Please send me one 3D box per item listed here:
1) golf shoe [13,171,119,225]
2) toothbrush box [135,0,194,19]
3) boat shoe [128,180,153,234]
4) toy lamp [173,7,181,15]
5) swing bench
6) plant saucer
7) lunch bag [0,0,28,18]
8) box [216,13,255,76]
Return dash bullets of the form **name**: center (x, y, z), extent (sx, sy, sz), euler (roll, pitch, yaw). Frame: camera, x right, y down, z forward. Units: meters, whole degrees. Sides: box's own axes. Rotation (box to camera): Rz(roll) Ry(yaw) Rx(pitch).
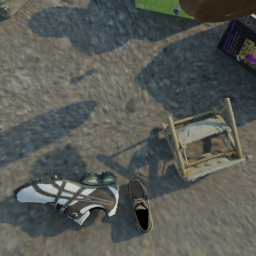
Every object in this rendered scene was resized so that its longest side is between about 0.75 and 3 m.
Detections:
- **golf shoe**: center (-1.581, 1.863, 7.210), extent (2.722, 1.058, 1.286), euler (-6, 75, 0)
- **toothbrush box**: center (1.606, -4.677, 8.949), extent (2.461, 1.059, 1.792), euler (13, 76, 2)
- **boat shoe**: center (0.357, 2.055, 7.418), extent (0.534, 0.526, 1.434), euler (-17, 76, -4)
- **toy lamp**: center (1.538, -3.266, 7.338), extent (0.221, 0.758, 0.221), euler (19, 58, -34)
- **swing bench**: center (2.047, 0.366, 7.593), extent (1.755, 1.145, 1.765), euler (-17, 81, -5)
- **plant saucer**: center (2.375, -2.745, 5.519), extent (2.699, 2.699, 0.398), euler (-11, 88, -3)
- **lunch bag**: center (-3.865, -4.535, 8.719), extent (1.174, 1.413, 1.684), euler (39, 78, 10)
- **box**: center (4.434, -2.443, 8.073), extent (2.961, 1.570, 1.810), euler (42, 79, 10)
